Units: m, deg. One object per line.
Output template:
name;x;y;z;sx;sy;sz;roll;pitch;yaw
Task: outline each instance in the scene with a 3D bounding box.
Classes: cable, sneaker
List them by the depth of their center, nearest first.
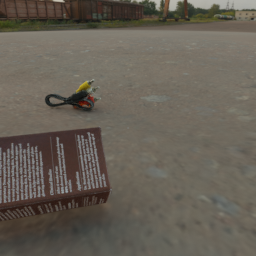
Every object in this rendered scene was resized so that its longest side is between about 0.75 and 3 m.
cable;-1.998;-1.030;10.336;2.128;1.033;0.535;-13;11;22
sneaker;-1.654;-0.918;10.468;0.800;0.310;0.448;-38;74;-10

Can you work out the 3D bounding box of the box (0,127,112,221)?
box;-1.644;0.835;4.923;2.520;0.944;1.262;-5;62;-15
